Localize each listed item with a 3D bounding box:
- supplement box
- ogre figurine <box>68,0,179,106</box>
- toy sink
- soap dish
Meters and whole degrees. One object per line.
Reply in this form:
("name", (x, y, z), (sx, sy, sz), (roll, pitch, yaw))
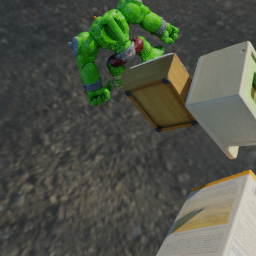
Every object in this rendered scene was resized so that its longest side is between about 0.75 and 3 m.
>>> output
("supplement box", (1.416, 1.853, 4.594), (0.838, 1.436, 2.278), (51, 45, -5))
("ogre figurine", (-0.145, -1.792, 6.058), (2.512, 1.506, 1.233), (-30, 35, 12))
("toy sink", (1.990, -0.377, 4.924), (1.007, 1.798, 1.172), (-9, 48, 44))
("soap dish", (0.708, -0.584, 5.375), (1.213, 1.542, 0.626), (-11, 44, 38))
